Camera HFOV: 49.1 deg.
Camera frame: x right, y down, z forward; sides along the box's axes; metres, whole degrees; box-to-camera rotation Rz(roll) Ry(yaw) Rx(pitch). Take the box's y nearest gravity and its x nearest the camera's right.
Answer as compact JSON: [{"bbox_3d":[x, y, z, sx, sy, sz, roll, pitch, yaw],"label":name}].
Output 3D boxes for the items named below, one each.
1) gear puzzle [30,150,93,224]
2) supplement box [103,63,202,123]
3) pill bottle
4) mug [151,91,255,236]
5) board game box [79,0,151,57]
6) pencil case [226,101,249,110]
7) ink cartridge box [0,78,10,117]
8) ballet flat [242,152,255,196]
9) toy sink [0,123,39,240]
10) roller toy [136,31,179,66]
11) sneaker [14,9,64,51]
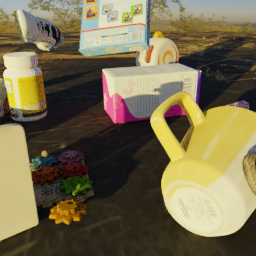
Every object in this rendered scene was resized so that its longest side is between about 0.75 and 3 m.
[{"bbox_3d":[-1.385,1.045,5.611,1.287,0.326,2.486,-7,24,-15],"label":"gear puzzle"},{"bbox_3d":[0.748,-1.251,9.487,2.972,1.504,1.536,-8,24,-17],"label":"supplement box"},{"bbox_3d":[-3.301,-1.332,8.992,1.161,2.031,1.161,0,23,0],"label":"pill bottle"},{"bbox_3d":[1.296,0.684,4.751,2.203,1.764,1.808,31,44,21],"label":"mug"},{"bbox_3d":[-0.198,-1.991,4.639,1.147,1.516,0.277,-1,-11,18],"label":"board game box"},{"bbox_3d":[3.674,-0.653,9.474,1.024,0.443,0.424,-17,-14,-35],"label":"pencil case"},{"bbox_3d":[-4.510,-0.798,8.800,0.683,1.209,1.647,3,24,5],"label":"ink cartridge box"},{"bbox_3d":[2.435,1.082,3.820,2.115,0.490,0.713,44,58,-1],"label":"ballet flat"},{"bbox_3d":[-2.252,0.752,4.368,1.204,1.848,1.035,-17,29,-32],"label":"toy sink"},{"bbox_3d":[1.433,-3.561,14.189,1.513,2.165,1.975,21,53,43],"label":"roller toy"},{"bbox_3d":[-2.799,-3.135,8.955,1.021,1.013,2.817,-10,6,3],"label":"sneaker"}]
